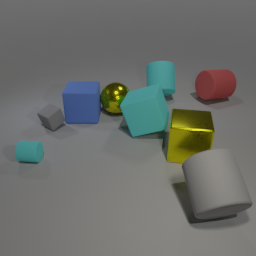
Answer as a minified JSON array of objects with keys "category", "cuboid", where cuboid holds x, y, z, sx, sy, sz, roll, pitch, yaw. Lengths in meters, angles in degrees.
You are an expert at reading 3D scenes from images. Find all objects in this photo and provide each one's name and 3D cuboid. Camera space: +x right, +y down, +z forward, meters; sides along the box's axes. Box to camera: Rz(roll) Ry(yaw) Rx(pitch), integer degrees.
[{"category":"cylinder","cuboid":[1.618,-2.402,13.809,1.400,1.400,1.400,-1,-7,0]},{"category":"cylinder","cuboid":[2.222,1.443,7.144,1.400,1.400,1.400,-5,60,-9]},{"category":"cylinder","cuboid":[4.227,-2.110,13.556,1.400,1.400,1.400,-8,30,-26]},{"category":"cylinder","cuboid":[-3.343,0.796,9.508,0.700,0.700,0.700,3,30,5]},{"category":"cube","cuboid":[2.135,0.286,9.707,1.400,1.400,1.400,5,31,9]},{"category":"cube","cuboid":[0.704,-0.697,10.867,1.400,1.400,1.400,-13,24,21]},{"category":"cube","cuboid":[-3.111,-0.450,11.378,0.700,0.700,0.700,23,53,32]},{"category":"ball","cuboid":[-0.534,-1.332,12.480,1.400,1.400,1.400,0,30,0]},{"category":"cube","cuboid":[-1.950,-1.134,12.120,1.400,1.400,1.400,0,29,0]}]
